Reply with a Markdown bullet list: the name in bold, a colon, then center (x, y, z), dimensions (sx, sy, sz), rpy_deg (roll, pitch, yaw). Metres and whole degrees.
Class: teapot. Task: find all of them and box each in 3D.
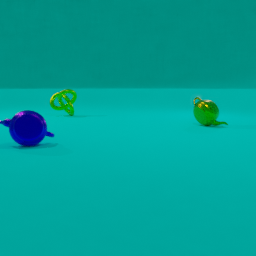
- **teapot**: center (-2.206, 0.006, 6.069), dimensions (1.253, 0.779, 0.613), rpy_deg (17, -12, -20)
- **teapot**: center (2.557, -0.489, 8.888), dimensions (0.677, 0.860, 1.383), rpy_deg (-27, 61, -19)

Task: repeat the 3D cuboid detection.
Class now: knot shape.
- **knot shape**: center (-2.712, -1.090, 11.637), dimensions (1.129, 1.207, 0.558), rpy_deg (7, 26, 10)
